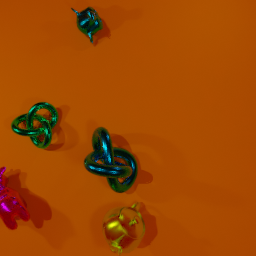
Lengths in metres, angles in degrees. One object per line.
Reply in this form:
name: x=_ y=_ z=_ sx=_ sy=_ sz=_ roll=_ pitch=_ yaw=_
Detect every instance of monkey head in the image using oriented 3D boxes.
monkey head: x=-1.294 y=-3.377 z=8.906 sx=0.798 sy=0.953 sz=1.324 roll=-28 pitch=100 yaw=13

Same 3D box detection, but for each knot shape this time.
knot shape: x=-0.488 y=0.962 z=7.777 sx=0.931 sy=1.886 sz=2.016 roll=-37 pitch=92 yaw=10
knot shape: x=-2.720 y=-0.177 z=8.568 sx=1.427 sy=0.659 sz=1.335 roll=35 pitch=83 yaw=5

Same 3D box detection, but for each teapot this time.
teapot: x=-0.068 y=2.704 z=7.543 sx=1.238 sy=1.991 sz=0.975 roll=45 pitch=122 yaw=-5

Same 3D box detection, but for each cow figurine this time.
cow figurine: x=-3.510 y=1.906 z=7.895 sx=0.899 sy=1.638 sz=1.612 roll=-34 pitch=112 yaw=-21
